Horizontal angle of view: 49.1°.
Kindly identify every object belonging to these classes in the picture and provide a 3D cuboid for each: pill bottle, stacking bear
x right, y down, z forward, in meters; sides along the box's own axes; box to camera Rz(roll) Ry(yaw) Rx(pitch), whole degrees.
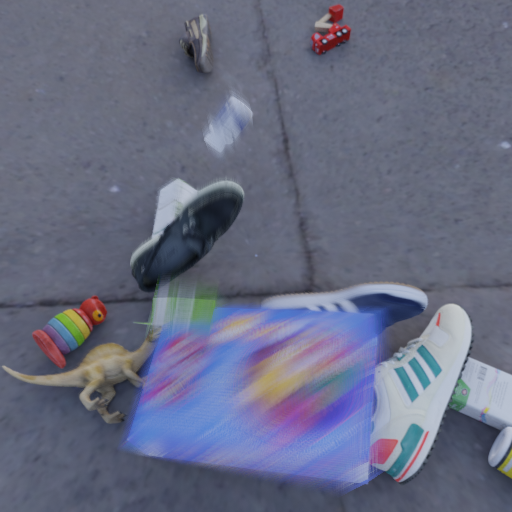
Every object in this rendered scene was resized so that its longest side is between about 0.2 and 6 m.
[{"bbox_3d":[4.435,3.342,8.868,1.282,0.718,0.718,29,64,18],"label":"pill bottle"},{"bbox_3d":[-0.510,-2.293,9.878,0.494,0.494,0.890,39,94,21],"label":"pill bottle"},{"bbox_3d":[-3.284,1.272,10.131,1.296,0.787,0.737,-41,27,-29],"label":"stacking bear"}]

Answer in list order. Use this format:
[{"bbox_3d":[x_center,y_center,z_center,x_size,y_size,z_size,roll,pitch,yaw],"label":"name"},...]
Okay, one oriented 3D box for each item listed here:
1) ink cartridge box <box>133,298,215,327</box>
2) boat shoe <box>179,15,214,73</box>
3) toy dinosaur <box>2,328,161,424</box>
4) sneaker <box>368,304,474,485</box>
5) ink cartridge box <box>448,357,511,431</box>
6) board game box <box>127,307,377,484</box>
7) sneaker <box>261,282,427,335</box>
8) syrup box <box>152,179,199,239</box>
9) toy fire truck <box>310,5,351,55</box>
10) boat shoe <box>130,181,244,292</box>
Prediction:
[{"bbox_3d":[-1.200,0.821,8.101,0.757,1.024,0.388,9,80,-43],"label":"ink cartridge box"},{"bbox_3d":[-1.503,-5.244,14.039,0.752,0.764,2.050,-9,51,6],"label":"boat shoe"},{"bbox_3d":[-2.719,2.125,9.714,2.887,0.840,1.460,-16,45,-18],"label":"toy dinosaur"},{"bbox_3d":[2.474,1.982,9.410,1.535,1.156,3.284,26,65,9],"label":"sneaker"},{"bbox_3d":[3.946,2.369,9.570,1.169,0.511,0.849,21,62,14],"label":"ink cartridge box"},{"bbox_3d":[0.027,1.959,8.434,3.379,0.757,2.272,1,56,17],"label":"board game box"},{"bbox_3d":[1.456,1.420,9.566,2.937,1.029,1.593,-8,56,20],"label":"sneaker"},{"bbox_3d":[-1.595,-0.682,11.142,0.640,0.619,1.573,-25,48,37],"label":"syrup box"},{"bbox_3d":[1.881,-5.877,14.550,1.481,0.361,1.045,-32,64,-17],"label":"toy fire truck"},{"bbox_3d":[-1.206,-0.260,9.855,2.575,0.962,0.854,-34,34,13],"label":"boat shoe"}]
